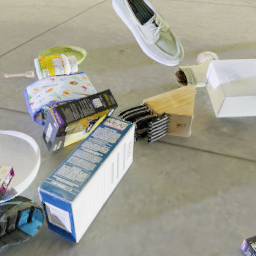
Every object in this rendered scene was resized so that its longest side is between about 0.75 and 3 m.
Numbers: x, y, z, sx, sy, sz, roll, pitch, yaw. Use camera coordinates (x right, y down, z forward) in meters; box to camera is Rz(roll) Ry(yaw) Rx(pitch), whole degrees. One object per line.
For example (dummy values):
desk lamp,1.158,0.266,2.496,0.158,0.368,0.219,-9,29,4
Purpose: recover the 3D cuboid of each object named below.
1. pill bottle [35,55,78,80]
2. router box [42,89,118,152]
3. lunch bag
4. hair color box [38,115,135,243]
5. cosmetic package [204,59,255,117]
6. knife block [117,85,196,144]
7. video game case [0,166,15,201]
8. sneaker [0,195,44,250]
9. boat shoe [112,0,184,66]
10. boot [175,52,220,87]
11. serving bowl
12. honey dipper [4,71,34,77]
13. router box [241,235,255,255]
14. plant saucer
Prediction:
pill bottle,-3.147,-2.702,12.343,1.704,0.946,0.946,-14,39,-17
router box,-1.448,-0.157,8.043,1.752,2.229,0.582,-23,79,-27
lunch bag,-2.320,-0.919,9.673,2.228,1.380,1.894,-9,38,-24
hair color box,-0.840,1.091,6.886,0.878,1.451,2.901,19,40,19
cosmetic package,4.026,-1.480,10.220,1.873,1.155,1.879,-3,55,-4
knife block,1.007,-0.582,9.583,2.424,0.883,2.761,9,39,10
video game case,-3.645,1.429,6.052,1.795,0.321,1.627,2,34,3
sneaker,-3.163,2.333,5.922,2.665,0.976,1.092,-21,22,-30
boat shoe,0.636,-3.089,8.579,1.061,2.948,0.914,-47,10,-2
boot,2.989,-2.533,12.167,2.010,0.936,2.598,-7,39,-8
serving bowl,-3.526,1.133,7.384,2.479,0.815,2.479,0,38,0
honey dipper,-4.891,-2.371,12.554,1.291,0.245,0.245,-5,37,1
router box,3.227,2.633,5.796,1.310,0.342,1.030,-12,39,-16
plant saucer,-3.217,-3.495,13.897,2.324,0.361,2.324,0,38,0
